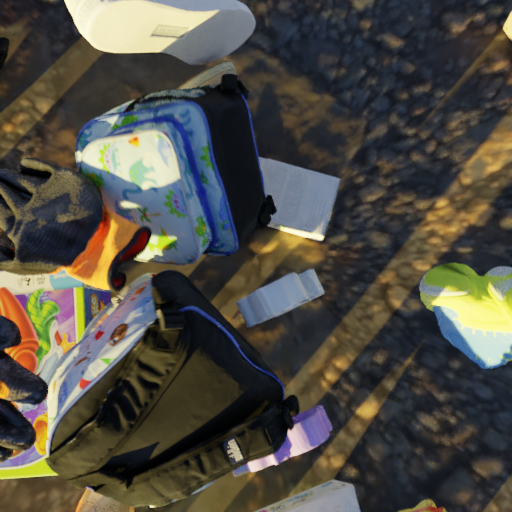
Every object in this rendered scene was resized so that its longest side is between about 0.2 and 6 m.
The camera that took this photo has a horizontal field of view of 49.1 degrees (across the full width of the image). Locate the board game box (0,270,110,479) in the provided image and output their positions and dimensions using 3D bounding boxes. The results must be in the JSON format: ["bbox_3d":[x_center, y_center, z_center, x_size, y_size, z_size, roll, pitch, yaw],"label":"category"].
[{"bbox_3d":[-3.706,1.529,7.181,3.688,0.826,2.479,-7,80,8],"label":"board game box"}]

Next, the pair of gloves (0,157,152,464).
[{"bbox_3d":[-2.690,0.419,5.868,2.747,0.381,3.084,23,80,34],"label":"pair of gloves"}]

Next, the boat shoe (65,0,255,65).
[{"bbox_3d":[-1.099,-2.980,6.721,2.890,1.041,0.990,-24,81,-48],"label":"boat shoe"}]

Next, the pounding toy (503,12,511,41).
[{"bbox_3d":[4.589,-3.346,8.322,1.262,0.897,1.162,-30,81,6],"label":"pounding toy"}]

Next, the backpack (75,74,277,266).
[{"bbox_3d":[-1.130,-0.900,6.565,2.114,1.553,1.934,2,118,35],"label":"backpack"}]

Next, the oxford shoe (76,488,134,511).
[{"bbox_3d":[-2.116,3.854,7.113,0.792,0.810,2.222,13,81,2],"label":"oxford shoe"}]

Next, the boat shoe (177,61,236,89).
[{"bbox_3d":[-1.097,-1.641,7.826,2.489,0.898,0.808,-42,93,11],"label":"boat shoe"}]

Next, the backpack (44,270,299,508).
[{"bbox_3d":[-1.106,1.428,5.953,2.193,1.773,2.302,-43,119,-4],"label":"backpack"}]

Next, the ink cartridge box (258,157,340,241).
[{"bbox_3d":[0.301,-0.872,8.070,1.626,0.409,0.886,16,82,4],"label":"ink cartridge box"}]

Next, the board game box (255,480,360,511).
[{"bbox_3d":[-0.023,4.294,6.571,3.249,0.556,2.184,-11,80,-25],"label":"board game box"}]

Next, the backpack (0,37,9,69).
[{"bbox_3d":[-5.296,-2.588,7.611,2.553,2.065,2.680,28,85,15],"label":"backpack"}]

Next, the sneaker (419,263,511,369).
[{"bbox_3d":[2.998,0.757,6.313,0.868,2.292,1.204,-37,120,-27],"label":"sneaker"}]

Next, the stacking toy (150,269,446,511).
[{"bbox_3d":[-0.300,2.414,6.559,4.172,0.980,3.145,-31,80,24],"label":"stacking toy"}]
